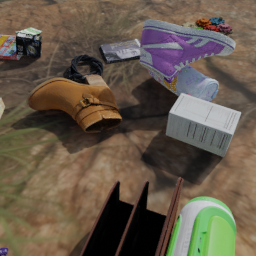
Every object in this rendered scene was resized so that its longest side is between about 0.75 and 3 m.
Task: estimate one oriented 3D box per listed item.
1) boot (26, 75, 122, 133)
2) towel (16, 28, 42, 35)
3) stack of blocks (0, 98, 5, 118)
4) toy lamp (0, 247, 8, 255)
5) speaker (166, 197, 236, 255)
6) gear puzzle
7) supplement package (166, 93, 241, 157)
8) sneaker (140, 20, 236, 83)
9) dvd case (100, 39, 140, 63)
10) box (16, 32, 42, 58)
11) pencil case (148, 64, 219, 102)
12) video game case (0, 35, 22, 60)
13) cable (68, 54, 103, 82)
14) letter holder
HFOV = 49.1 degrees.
[{"bbox_3d":[-1.612,-0.605,8.465,2.635,0.971,2.039,-19,55,-12],"label":"boot"},{"bbox_3d":[-4.300,-4.156,12.158,0.711,0.109,0.932,25,39,22],"label":"towel"},{"bbox_3d":[-4.395,-0.316,8.524,0.800,0.407,1.389,-1,48,0],"label":"stack of blocks"},{"bbox_3d":[-2.426,2.971,5.537,0.338,0.338,1.161,-21,51,-19],"label":"toy lamp"},{"bbox_3d":[1.241,2.478,4.875,1.256,1.256,2.840,16,29,14],"label":"speaker"},{"bbox_3d":[3.177,-4.531,12.463,2.808,0.368,1.454,-12,48,-11],"label":"gear puzzle"},{"bbox_3d":[2.101,-0.103,7.947,1.753,0.960,0.997,22,51,19],"label":"supplement package"},{"bbox_3d":[1.804,-2.201,8.773,3.004,1.713,1.089,7,5,-8],"label":"sneaker"},{"bbox_3d":[-0.174,-3.150,11.348,1.666,0.133,1.239,-13,48,-12],"label":"dvd case"},{"bbox_3d":[-3.830,-3.216,10.854,0.926,0.758,0.399,6,47,-15],"label":"box"},{"bbox_3d":[1.801,-1.679,9.368,1.132,1.037,2.495,-30,53,-27],"label":"pencil case"},{"bbox_3d":[-5.237,-3.353,11.494,2.125,0.185,1.519,5,47,5],"label":"video game case"},{"bbox_3d":[-1.516,-2.279,10.370,1.240,0.386,1.520,4,47,3],"label":"cable"},{"bbox_3d":[-0.086,2.279,4.996,1.452,2.052,2.888,15,49,14],"label":"letter holder"}]
